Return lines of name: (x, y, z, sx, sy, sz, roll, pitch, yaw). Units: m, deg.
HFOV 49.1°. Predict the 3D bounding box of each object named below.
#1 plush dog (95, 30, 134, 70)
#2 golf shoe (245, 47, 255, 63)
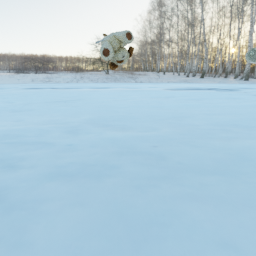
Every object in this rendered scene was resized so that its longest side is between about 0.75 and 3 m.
plush dog: (-0.252, -1.673, 6.067, 0.840, 0.721, 0.674, -40, 42, -9)
golf shoe: (4.304, -2.305, 9.190, 1.485, 0.581, 0.722, -17, -12, -25)
